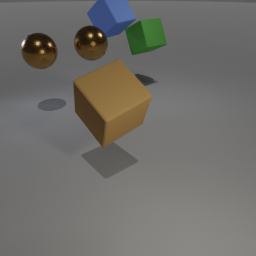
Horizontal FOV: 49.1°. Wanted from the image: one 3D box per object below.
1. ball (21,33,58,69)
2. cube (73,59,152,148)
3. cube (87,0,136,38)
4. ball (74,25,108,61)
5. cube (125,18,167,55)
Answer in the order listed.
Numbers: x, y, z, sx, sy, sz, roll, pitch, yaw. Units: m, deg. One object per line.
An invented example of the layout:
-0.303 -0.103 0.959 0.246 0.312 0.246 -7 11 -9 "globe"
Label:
-3.513 -3.049 11.138 1.400 1.400 1.400 0 28 0 "ball"
-0.444 -0.626 7.272 1.400 1.400 1.400 -31 69 -23 "cube"
-0.770 -5.243 13.117 1.400 1.400 1.400 -32 5 -41 "cube"
-1.537 -3.511 11.623 1.400 1.400 1.400 0 28 0 "ball"
0.927 -4.754 14.601 1.400 1.400 1.400 -21 9 -35 "cube"
